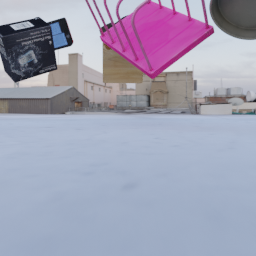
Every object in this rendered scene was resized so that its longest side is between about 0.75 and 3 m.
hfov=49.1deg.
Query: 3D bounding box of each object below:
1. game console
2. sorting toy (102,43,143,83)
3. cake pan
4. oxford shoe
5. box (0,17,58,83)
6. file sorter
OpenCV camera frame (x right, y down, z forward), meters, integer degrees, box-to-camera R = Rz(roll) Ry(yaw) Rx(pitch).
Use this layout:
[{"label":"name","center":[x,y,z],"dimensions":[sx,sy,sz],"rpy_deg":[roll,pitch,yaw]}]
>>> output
[{"label":"game console","center":[-2.330,-3.015,9.100],"dimensions":[1.010,0.893,0.157],"rpy_deg":[-10,26,15]},{"label":"sorting toy","center":[-0.251,-2.768,11.961],"dimensions":[1.711,1.701,0.595],"rpy_deg":[-1,8,-11]},{"label":"cake pan","center":[2.543,-2.564,6.059],"dimensions":[1.540,0.283,1.540],"rpy_deg":[28,-16,9]},{"label":"oxford shoe","center":[0.066,-3.645,10.448],"dimensions":[2.448,0.873,0.873],"rpy_deg":[-29,44,-19]},{"label":"box","center":[-2.398,-1.867,6.664],"dimensions":[1.149,1.168,0.686],"rpy_deg":[-26,49,-28]},{"label":"file sorter","center":[0.348,-2.992,7.050],"dimensions":[1.958,1.767,2.817],"rpy_deg":[-37,47,-6]}]
